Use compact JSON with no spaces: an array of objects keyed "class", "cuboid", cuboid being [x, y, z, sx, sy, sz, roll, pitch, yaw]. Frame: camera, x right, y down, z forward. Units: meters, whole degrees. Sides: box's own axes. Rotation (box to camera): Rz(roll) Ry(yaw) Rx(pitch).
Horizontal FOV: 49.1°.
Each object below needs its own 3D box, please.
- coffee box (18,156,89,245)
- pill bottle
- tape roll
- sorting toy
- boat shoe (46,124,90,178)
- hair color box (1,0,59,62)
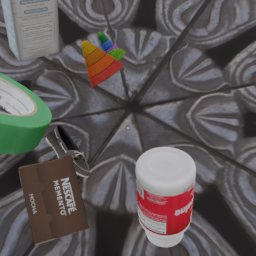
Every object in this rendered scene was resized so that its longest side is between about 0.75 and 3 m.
[{"class":"coffee box","cuboid":[-1.285,1.127,4.920,0.798,2.000,1.130,-12,87,-15]},{"class":"pill bottle","cuboid":[0.653,1.284,4.967,0.981,1.748,0.981,-3,35,2]},{"class":"tape roll","cuboid":[-2.993,-0.544,5.773,2.788,2.788,0.670,35,105,15]},{"class":"sorting toy","cuboid":[-0.658,-1.854,6.690,0.887,0.881,2.558,-29,23,16]},{"class":"boat shoe","cuboid":[-1.454,0.513,6.893,1.791,0.599,0.510,38,100,37]},{"class":"hair color box","cuboid":[-2.521,-3.053,7.253,1.216,2.457,0.745,-24,58,-29]}]
